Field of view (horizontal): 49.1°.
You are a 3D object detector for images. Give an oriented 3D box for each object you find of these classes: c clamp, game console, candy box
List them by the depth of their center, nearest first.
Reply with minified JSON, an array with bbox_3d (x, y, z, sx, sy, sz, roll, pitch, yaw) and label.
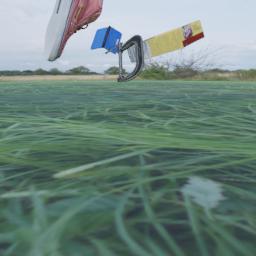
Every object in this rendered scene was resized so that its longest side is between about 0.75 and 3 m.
[{"bbox_3d":[-0.055,-1.649,6.827,1.214,1.421,0.192,-30,-38,33],"label":"c clamp"},{"bbox_3d":[1.428,-3.383,11.104,2.701,0.763,1.576,-1,26,47],"label":"candy box"},{"bbox_3d":[-0.910,-3.669,11.865,0.976,1.144,0.677,24,-24,-24],"label":"game console"}]

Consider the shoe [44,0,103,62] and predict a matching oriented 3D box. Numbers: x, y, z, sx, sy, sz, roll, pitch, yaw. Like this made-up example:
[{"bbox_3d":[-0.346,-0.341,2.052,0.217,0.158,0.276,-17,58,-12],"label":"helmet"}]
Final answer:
[{"bbox_3d":[-1.640,-3.269,8.624,1.267,2.786,0.995,6,26,-36],"label":"shoe"}]
